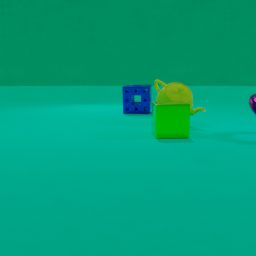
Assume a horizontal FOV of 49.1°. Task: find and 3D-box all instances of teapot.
[{"bbox_3d":[1.563,-0.905,8.785,1.884,0.922,1.171,38,57,16],"label":"teapot"}]

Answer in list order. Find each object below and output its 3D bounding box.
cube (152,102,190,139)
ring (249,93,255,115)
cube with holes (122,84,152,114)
[{"bbox_3d":[1.100,-0.231,7.359,0.860,0.860,0.860,-1,10,-2],"label":"cube"},{"bbox_3d":[3.730,-0.301,7.025,1.595,0.319,1.595,22,35,-17],"label":"ring"},{"bbox_3d":[0.438,-1.338,12.739,1.198,1.198,1.198,0,12,8],"label":"cube with holes"}]
